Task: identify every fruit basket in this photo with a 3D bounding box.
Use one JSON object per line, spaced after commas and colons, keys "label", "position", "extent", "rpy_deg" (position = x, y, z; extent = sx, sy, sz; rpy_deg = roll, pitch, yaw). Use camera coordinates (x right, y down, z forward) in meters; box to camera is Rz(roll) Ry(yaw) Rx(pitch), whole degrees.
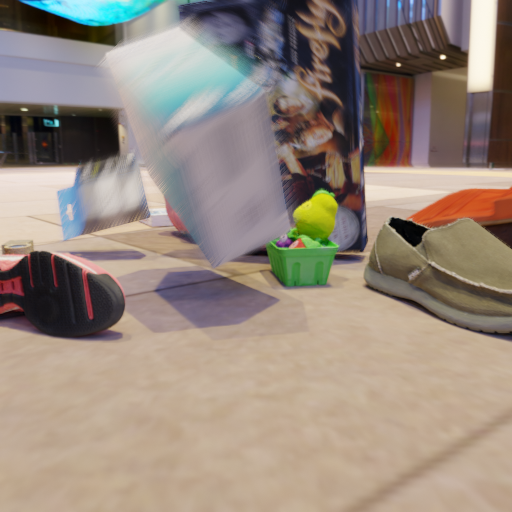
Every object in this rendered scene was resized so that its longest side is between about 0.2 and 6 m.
{"label": "fruit basket", "position": [0.620, -0.274, 7.453], "extent": [0.919, 1.274, 1.274], "rpy_deg": [-2, 11, -10]}

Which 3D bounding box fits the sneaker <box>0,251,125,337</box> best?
{"label": "sneaker", "position": [-2.101, 0.250, 5.758], "extent": [2.191, 0.807, 0.950], "rpy_deg": [5, 11, 27]}

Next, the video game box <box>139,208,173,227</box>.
{"label": "video game box", "position": [-1.940, -0.914, 12.956], "extent": [1.337, 0.313, 1.218], "rpy_deg": [-5, 10, -25]}

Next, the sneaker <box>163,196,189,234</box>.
{"label": "sneaker", "position": [-1.237, -0.748, 10.942], "extent": [0.765, 0.901, 2.077], "rpy_deg": [-12, 42, -26]}

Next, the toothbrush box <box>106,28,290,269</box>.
{"label": "toothbrush box", "position": [-0.712, -1.333, 6.500], "extent": [1.038, 1.781, 2.433], "rpy_deg": [-26, 42, -14]}

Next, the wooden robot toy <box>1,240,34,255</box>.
{"label": "wooden robot toy", "position": [-3.487, -0.128, 7.179], "extent": [0.969, 0.998, 2.200], "rpy_deg": [2, 12, 14]}

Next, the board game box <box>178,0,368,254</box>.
{"label": "board game box", "position": [0.317, -1.967, 8.675], "extent": [2.620, 3.867, 0.669], "rpy_deg": [-1, 15, 18]}

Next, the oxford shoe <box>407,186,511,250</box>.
{"label": "oxford shoe", "position": [3.156, -0.226, 7.799], "extent": [1.292, 1.316, 3.629], "rpy_deg": [-32, 9, -24]}

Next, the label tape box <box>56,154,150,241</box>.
{"label": "label tape box", "position": [-2.515, -0.950, 8.968], "extent": [1.427, 1.029, 0.452], "rpy_deg": [-16, -28, -5]}

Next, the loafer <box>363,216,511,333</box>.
{"label": "loafer", "position": [2.175, 0.098, 6.063], "extent": [1.051, 0.973, 2.794], "rpy_deg": [-7, 13, -30]}
